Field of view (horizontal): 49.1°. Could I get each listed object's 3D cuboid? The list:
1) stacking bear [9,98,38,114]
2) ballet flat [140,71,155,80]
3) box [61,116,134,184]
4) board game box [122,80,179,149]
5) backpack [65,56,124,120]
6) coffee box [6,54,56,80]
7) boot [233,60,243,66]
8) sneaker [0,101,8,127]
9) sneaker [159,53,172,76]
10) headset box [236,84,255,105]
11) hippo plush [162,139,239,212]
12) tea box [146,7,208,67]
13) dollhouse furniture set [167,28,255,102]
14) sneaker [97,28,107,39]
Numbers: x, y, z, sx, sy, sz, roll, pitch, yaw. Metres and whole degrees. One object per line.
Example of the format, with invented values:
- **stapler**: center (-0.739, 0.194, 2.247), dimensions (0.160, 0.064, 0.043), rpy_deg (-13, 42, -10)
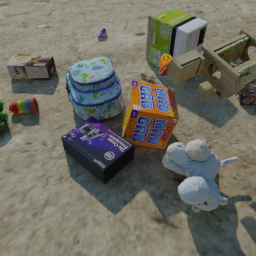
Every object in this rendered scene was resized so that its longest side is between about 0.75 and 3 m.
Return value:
- **stacking bear**: center (-4.592, -0.934, 12.220), dimensions (1.147, 0.652, 0.696), rpy_deg (-10, 46, -2)
- **ballet flat**: center (0.949, -2.601, 14.113), dimensions (0.901, 0.341, 0.288), rpy_deg (36, 85, 35)
- **box**: center (-1.108, 0.743, 10.352), dimensions (2.261, 0.891, 1.596), rpy_deg (33, 56, 28)
- **board game box**: center (0.777, -0.501, 10.742), dimensions (1.718, 1.718, 1.719), rpy_deg (10, 44, -8)
- **backpack**: center (-1.439, -1.708, 12.047), dimensions (2.389, 1.919, 2.611), rpy_deg (-15, 51, -10)
- **coffee box**: center (-4.857, -3.094, 14.180), dimensions (2.034, 0.811, 1.163), rpy_deg (4, 45, 4)
- **boot**: center (6.500, -3.144, 14.351), dimensions (2.044, 0.713, 1.346), rpy_deg (-1, 41, -6)
- **sneaker**: center (-6.074, -0.952, 12.014), dimensions (1.261, 1.155, 2.961), rpy_deg (-23, 58, -31)
- **sneaker**: center (1.353, -2.271, 9.957), dimensions (0.718, 0.759, 1.967), rpy_deg (-17, 8, 4)
- **headset box**: center (5.769, -1.552, 12.864), dimensions (1.360, 0.510, 1.011), rpy_deg (2, 45, 2)
- **hippo plush**: center (2.177, 1.703, 9.141), dimensions (2.437, 1.941, 1.959), rpy_deg (26, 56, -34)
- **tea box**: center (2.365, -4.356, 14.226), dimensions (1.680, 2.514, 2.473), rpy_deg (-34, 54, -29)
- **dollhouse furniture set**: center (2.586, -1.135, 8.304), dimensions (2.729, 2.413, 1.517), rpy_deg (-27, 61, -20)
- **sneaker**: center (-1.593, -5.774, 17.120), dimensions (0.392, 0.431, 0.974), rpy_deg (16, 49, 14)
